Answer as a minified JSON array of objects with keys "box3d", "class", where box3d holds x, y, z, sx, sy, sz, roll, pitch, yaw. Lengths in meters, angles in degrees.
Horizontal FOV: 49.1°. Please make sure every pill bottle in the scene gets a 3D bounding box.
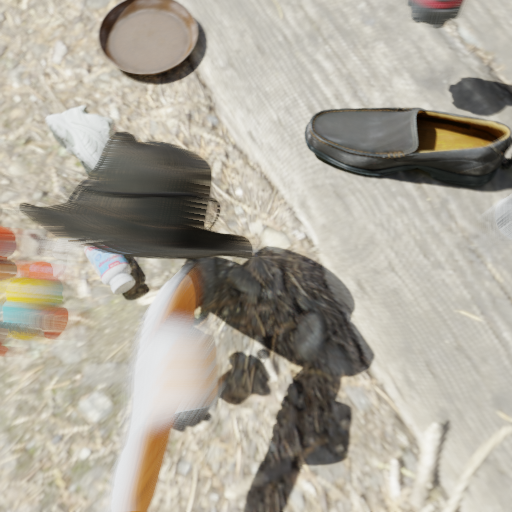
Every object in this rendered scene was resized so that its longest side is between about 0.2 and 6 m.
[{"box3d":[-2.429,0.156,9.352,0.518,0.518,0.952,-33,73,-11],"class":"pill bottle"}]

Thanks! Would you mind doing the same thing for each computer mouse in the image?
[{"box3d":[3.956,-0.345,7.352,0.397,0.993,1.811,-27,36,-16],"class":"computer mouse"}]

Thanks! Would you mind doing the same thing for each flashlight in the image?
[{"box3d":[2.823,-4.529,7.963,0.901,2.651,0.897,-32,71,-9],"class":"flashlight"}]

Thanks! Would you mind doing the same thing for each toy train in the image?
[{"box3d":[-2.651,0.399,6.343,0.703,2.529,1.900,31,97,8],"class":"toy train"}]

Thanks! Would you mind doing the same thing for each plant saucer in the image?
[{"box3d":[-2.136,-4.338,11.135,1.964,0.315,1.964,0,70,0],"class":"plant saucer"}]

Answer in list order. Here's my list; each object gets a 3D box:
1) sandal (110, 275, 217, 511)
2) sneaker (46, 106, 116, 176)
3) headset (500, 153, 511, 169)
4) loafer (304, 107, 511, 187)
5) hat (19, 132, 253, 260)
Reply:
[{"box3d":[-0.861,1.692,6.331,0.841,1.124,2.934,11,92,14],"class":"sandal"},{"box3d":[-2.829,-2.030,10.045,1.016,0.796,2.044,-40,75,-17],"class":"sneaker"},{"box3d":[5.242,-1.040,9.814,1.281,0.975,2.074,-43,90,-18],"class":"headset"},{"box3d":[2.620,-2.155,9.800,3.533,1.277,1.286,6,71,3],"class":"loafer"},{"box3d":[-1.384,-0.837,6.859,3.040,3.040,1.226,11,101,4],"class":"hat"}]
